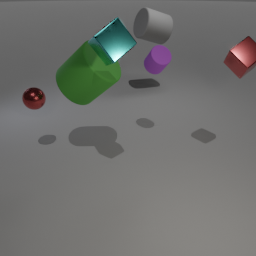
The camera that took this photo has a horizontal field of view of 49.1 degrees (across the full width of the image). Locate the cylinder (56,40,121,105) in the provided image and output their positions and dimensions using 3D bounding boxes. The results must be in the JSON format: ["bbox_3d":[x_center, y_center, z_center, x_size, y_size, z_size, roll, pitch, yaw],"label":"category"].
[{"bbox_3d":[-1.161,-1.598,8.240,1.400,1.400,1.400,-32,9,35],"label":"cylinder"}]

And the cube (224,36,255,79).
[{"bbox_3d":[3.213,-1.939,7.749,0.700,0.700,0.700,-38,77,-5],"label":"cube"}]

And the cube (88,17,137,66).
[{"bbox_3d":[-0.363,-1.911,6.273,0.700,0.700,0.700,-43,18,-9],"label":"cube"}]

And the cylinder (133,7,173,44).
[{"bbox_3d":[1.184,-4.830,13.323,1.400,1.400,1.400,5,23,-30],"label":"cylinder"}]

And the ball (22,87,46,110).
[{"bbox_3d":[-2.932,-0.919,8.746,0.700,0.700,0.700,0,28,0],"label":"ball"}]

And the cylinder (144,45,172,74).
[{"bbox_3d":[0.951,-2.200,9.070,0.700,0.700,0.700,-11,-12,-20],"label":"cylinder"}]
